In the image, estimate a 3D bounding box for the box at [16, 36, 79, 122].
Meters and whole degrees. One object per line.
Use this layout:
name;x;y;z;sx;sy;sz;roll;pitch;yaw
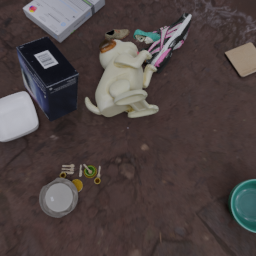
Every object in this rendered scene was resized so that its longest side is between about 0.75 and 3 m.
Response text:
box;-2.435;-1.456;8.626;1.089;1.752;1.767;-30;68;-25

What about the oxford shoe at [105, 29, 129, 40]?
oxford shoe;-0.441;-3.921;11.650;1.054;0.394;0.371;-21;71;-7

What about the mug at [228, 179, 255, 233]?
mug;4.144;2.397;8.757;1.922;1.189;1.579;-8;74;11

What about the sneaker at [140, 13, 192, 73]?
sneaker;1.483;-3.629;11.172;1.221;1.136;2.828;33;72;13

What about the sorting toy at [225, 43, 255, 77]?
sorting toy;4.770;-2.752;11.326;1.258;0.248;1.359;-23;67;-8

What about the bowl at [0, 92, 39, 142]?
bowl;-4.127;-0.356;10.219;1.648;0.616;1.651;-23;72;-8

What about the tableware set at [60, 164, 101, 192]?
tableware set;-1.663;1.725;9.658;1.455;0.223;0.980;2;70;0

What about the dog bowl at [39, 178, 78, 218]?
dog bowl;-2.261;2.301;9.299;1.269;0.372;1.269;0;76;1

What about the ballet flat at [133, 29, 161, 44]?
ballet flat;0.502;-2.500;7.790;0.903;0.304;0.318;29;85;37

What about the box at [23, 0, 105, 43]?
box;-2.698;-5.247;12.048;2.167;0.572;2.780;39;73;14

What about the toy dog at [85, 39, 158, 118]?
toy dog;-0.235;-1.890;10.303;2.752;1.980;2.838;-15;68;27
